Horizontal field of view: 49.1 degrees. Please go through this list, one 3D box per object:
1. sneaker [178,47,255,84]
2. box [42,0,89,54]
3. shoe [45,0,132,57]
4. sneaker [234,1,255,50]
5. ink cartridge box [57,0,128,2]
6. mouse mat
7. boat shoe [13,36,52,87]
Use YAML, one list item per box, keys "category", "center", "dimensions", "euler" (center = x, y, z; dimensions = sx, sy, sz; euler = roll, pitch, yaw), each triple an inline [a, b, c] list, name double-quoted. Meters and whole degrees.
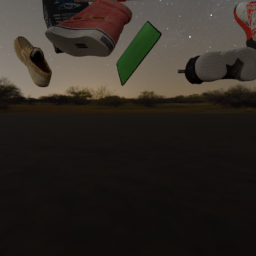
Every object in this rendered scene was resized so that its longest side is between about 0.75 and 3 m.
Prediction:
- category: "sneaker"
  center: [2.387, -1.590, 7.297]
  dimensions: [2.214, 0.836, 1.260]
  euler: [-7, 8, -25]
- category: "box"
  center: [-1.972, -3.622, 9.475]
  dimensions: [1.463, 1.977, 1.031]
  euler: [-12, -30, -19]
- category: "shoe"
  center: [-0.991, -2.427, 6.796]
  dimensions: [2.498, 1.136, 0.893]
  euler: [20, -17, 44]
- category: "sneaker"
  center: [3.838, -3.248, 7.781]
  dimensions: [0.895, 2.680, 1.436]
  euler: [18, -43, -10]
- category: "ink cartridge box"
  center: [-0.743, -4.135, 7.332]
  dimensions: [2.369, 1.377, 0.797]
  euler: [-1, 46, -1]
- category: "mouse mat"
  center: [0.289, -2.784, 10.174]
  dimensions: [0.100, 2.146, 2.667]
  euler: [32, 21, -21]
- category: "boat shoe"
  center: [-3.062, -2.318, 9.222]
  dimensions: [0.746, 2.025, 0.700]
  euler: [-21, -17, -49]
